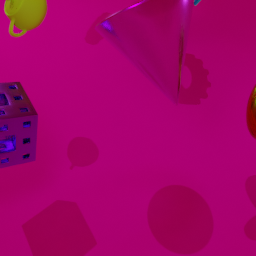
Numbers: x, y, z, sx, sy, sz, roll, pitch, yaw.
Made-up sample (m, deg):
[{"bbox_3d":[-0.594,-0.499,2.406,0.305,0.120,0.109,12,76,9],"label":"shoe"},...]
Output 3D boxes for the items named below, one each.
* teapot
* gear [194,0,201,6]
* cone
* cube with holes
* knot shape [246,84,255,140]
[{"bbox_3d":[-1.979,-2.362,5.317,0.841,0.662,1.352,10,85,35],"label":"teapot"},{"bbox_3d":[1.174,-3.962,7.091,1.934,0.358,1.934,29,38,-26],"label":"gear"},{"bbox_3d":[0.485,-1.013,4.121,1.490,1.490,1.496,-25,105,-15],"label":"cone"},{"bbox_3d":[-2.163,-0.041,4.616,1.009,1.009,1.009,-11,44,-33],"label":"cube with holes"},{"bbox_3d":[2.923,-0.418,5.074,1.995,1.867,0.922,-23,70,2],"label":"knot shape"}]
